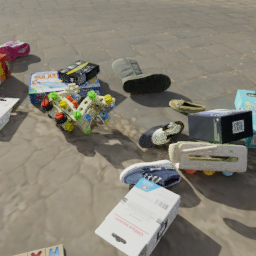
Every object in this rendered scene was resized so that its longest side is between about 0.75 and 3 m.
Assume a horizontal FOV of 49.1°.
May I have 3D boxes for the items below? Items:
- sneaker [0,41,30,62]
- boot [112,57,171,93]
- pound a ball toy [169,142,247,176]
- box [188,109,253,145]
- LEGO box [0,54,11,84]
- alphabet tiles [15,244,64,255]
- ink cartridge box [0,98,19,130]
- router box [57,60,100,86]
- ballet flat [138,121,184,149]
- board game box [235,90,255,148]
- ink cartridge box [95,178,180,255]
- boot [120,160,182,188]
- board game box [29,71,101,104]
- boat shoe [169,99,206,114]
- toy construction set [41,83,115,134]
[{"bbox_3d":[-6.453,-4.201,15.254,0.948,0.875,2.150,20,32,27],"label":"sneaker"},{"bbox_3d":[0.546,-2.498,12.951,2.357,0.941,2.592,-1,28,-9],"label":"boot"},{"bbox_3d":[2.190,0.903,7.897,2.188,0.930,1.427,2,0,3],"label":"pound a ball toy"},{"bbox_3d":[2.914,-0.097,8.938,1.435,0.884,1.423,-10,9,-29],"label":"box"},{"bbox_3d":[-7.145,-2.554,12.720,2.745,1.059,2.044,4,36,5],"label":"LEGO box"},{"bbox_3d":[-2.339,3.375,5.425,2.285,0.086,1.910,-9,37,-12],"label":"alphabet tiles"},{"bbox_3d":[-5.152,-0.570,10.603,1.465,0.456,1.820,5,32,7],"label":"ink cartridge box"},{"bbox_3d":[-2.147,-2.449,12.268,1.185,0.394,1.507,20,41,25],"label":"router box"},{"bbox_3d":[1.180,0.174,9.274,1.825,0.667,0.667,-22,42,-31],"label":"ballet flat"},{"bbox_3d":[5.168,-0.334,10.003,2.154,0.670,2.853,6,36,8],"label":"board game box"},{"bbox_3d":[0.266,2.187,6.559,1.137,0.655,1.963,23,42,28],"label":"ink cartridge box"},{"bbox_3d":[0.644,1.355,7.747,1.630,0.593,0.736,-12,33,-17],"label":"boot"},{"bbox_3d":[-2.783,-1.927,12.334,2.911,0.502,1.970,-8,37,-11],"label":"board game box"},{"bbox_3d":[2.304,-0.855,10.887,1.528,0.481,0.557,30,46,35],"label":"boat shoe"},{"bbox_3d":[-1.915,-0.846,10.139,1.928,1.355,2.940,-43,42,-13],"label":"toy construction set"}]
